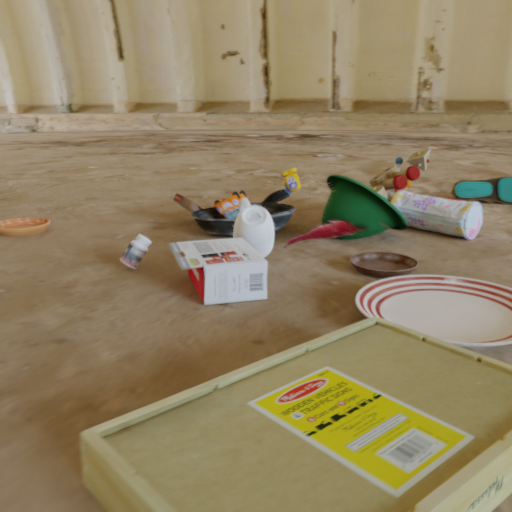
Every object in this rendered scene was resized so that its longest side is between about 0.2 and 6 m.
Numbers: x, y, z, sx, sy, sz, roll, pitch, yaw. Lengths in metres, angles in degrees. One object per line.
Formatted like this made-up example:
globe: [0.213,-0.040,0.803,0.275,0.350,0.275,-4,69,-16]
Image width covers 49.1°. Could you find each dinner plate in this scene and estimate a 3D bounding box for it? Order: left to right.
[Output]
dinner plate: [2.748,0.800,8.023,2.629,0.319,2.629,0,15,0]

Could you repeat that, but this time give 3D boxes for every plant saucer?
plant saucer: [-5.516,-0.678,13.203,1.264,0.237,1.264,-1,17,0]
plant saucer: [2.347,0.181,10.323,1.227,0.211,1.227,-1,17,0]

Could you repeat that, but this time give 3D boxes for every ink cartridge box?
ink cartridge box: [-0.692,0.223,9.332,1.388,0.663,1.580,-4,17,-15]

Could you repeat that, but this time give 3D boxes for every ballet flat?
ballet flat: [7.053,-1.882,16.654,2.467,0.837,0.892,-1,-3,11]

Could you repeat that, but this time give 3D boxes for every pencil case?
pencil case: [4.141,-0.975,13.035,2.103,0.874,0.954,17,6,42]

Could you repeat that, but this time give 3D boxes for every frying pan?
frying pan: [-0.269,-1.089,13.864,2.433,0.655,4.023,-3,12,3]

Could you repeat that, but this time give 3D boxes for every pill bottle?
pill bottle: [-2.211,-0.085,10.330,0.354,0.592,0.354,33,0,0]

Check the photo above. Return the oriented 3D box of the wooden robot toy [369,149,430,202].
wooden robot toy: [3.503,-1.444,14.151,2.988,1.356,1.316,-36,19,-16]

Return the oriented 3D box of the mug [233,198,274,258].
mug: [-0.094,-0.598,10.567,0.787,0.935,1.066,-17,62,-11]

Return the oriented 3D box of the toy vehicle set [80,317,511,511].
toy vehicle set: [0.790,1.582,4.962,3.871,0.513,2.405,-13,21,-38]

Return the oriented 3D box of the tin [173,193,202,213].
tin: [-1.615,-1.222,13.954,0.613,0.229,1.094,22,-7,38]

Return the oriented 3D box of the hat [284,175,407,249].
hat: [1.809,-0.437,12.374,2.396,2.109,1.985,35,-6,-15]

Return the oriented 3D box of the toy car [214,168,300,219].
toy car: [0.116,-1.412,13.558,2.225,0.740,1.091,-23,2,0]
